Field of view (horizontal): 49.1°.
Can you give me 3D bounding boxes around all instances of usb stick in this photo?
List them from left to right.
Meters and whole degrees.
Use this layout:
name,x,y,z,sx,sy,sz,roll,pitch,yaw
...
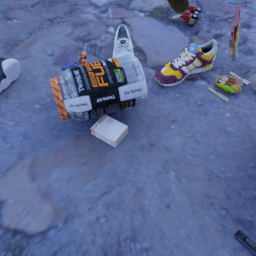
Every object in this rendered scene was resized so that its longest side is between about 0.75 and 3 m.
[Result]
name,x,y,z,sx,sy,sz,roll,pitch,yaw
usb stick,2.940,2.807,6.661,0.239,0.140,0.860,-39,62,-19

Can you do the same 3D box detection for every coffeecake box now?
name,x,y,z,sx,sy,sz,roll,pitch,yaw
coffeecake box,-0.564,0.072,8.628,0.918,0.335,0.705,28,58,20

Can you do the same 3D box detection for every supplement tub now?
name,x,y,z,sx,sy,sz,roll,pitch,yaw
supplement tub,-0.888,-1.170,8.473,2.633,1.613,1.613,-17,54,-12

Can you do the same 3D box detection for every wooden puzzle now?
name,x,y,z,sx,sy,sz,roll,pitch,yaw
wooden puzzle,2.751,-2.400,7.152,0.116,0.980,1.653,7,62,24

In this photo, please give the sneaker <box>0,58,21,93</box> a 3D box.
name,x,y,z,sx,sy,sz,roll,pitch,yaw
sneaker,-4.979,-1.728,9.696,1.361,0.902,2.391,22,50,17

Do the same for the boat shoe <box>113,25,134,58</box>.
name,x,y,z,sx,sy,sz,roll,pitch,yaw
boat shoe,-0.235,-3.108,10.795,0.840,0.763,2.284,-7,53,-6

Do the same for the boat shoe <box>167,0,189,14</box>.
name,x,y,z,sx,sy,sz,roll,pitch,yaw
boat shoe,1.273,-4.559,8.748,0.751,2.052,0.665,-21,46,20

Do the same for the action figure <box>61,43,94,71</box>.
name,x,y,z,sx,sy,sz,roll,pitch,yaw
action figure,-1.218,-1.716,9.819,2.166,1.133,2.095,34,63,-12

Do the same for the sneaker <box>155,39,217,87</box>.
name,x,y,z,sx,sy,sz,roll,pitch,yaw
sneaker,2.053,-2.407,10.012,2.553,1.150,0.957,-27,57,-19

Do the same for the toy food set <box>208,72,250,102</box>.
name,x,y,z,sx,sy,sz,roll,pitch,yaw
toy food set,3.613,-1.579,9.926,1.421,0.285,0.981,-36,61,-24

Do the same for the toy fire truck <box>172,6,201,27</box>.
name,x,y,z,sx,sy,sz,roll,pitch,yaw
toy fire truck,2.580,-5.011,12.430,1.031,0.663,0.907,26,57,7
